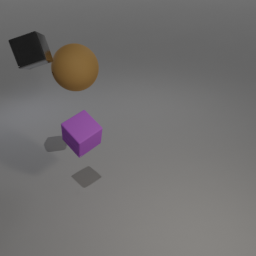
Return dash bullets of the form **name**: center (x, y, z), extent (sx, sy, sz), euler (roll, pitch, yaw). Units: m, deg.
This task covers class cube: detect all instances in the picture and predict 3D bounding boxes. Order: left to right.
- **cube**: center (-2.362, -1.886, 6.893), extent (0.700, 0.700, 0.700), euler (-17, 10, 4)
- **cube**: center (-1.116, 0.140, 6.771), extent (0.700, 0.700, 0.700), euler (-35, 68, -28)

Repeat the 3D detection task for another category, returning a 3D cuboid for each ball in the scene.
- **ball**: center (-1.578, -1.802, 8.381), extent (1.400, 1.400, 1.400), euler (0, 29, 0)
